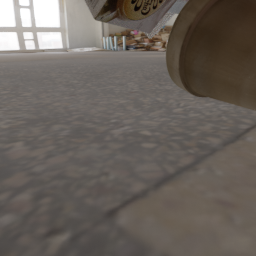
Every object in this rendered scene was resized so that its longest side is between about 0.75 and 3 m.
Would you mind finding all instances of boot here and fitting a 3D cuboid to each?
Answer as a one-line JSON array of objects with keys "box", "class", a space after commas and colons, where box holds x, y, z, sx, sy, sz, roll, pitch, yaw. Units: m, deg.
[{"box": [1.590, -3.026, 5.581, 2.767, 1.323, 1.018, -1, 11, -13], "class": "boot"}]

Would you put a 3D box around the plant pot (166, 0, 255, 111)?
[{"box": [1.019, -0.612, 2.405, 1.074, 1.074, 0.932, -10, 37, -28], "class": "plant pot"}]

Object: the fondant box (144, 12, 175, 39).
[{"box": [0.800, -3.716, 7.322, 2.217, 1.600, 0.646, -38, 11, 45], "class": "fondant box"}]

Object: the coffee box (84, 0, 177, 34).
[{"box": [0.408, -2.646, 4.104, 1.301, 2.302, 0.919, -5, 61, -45], "class": "coffee box"}]
